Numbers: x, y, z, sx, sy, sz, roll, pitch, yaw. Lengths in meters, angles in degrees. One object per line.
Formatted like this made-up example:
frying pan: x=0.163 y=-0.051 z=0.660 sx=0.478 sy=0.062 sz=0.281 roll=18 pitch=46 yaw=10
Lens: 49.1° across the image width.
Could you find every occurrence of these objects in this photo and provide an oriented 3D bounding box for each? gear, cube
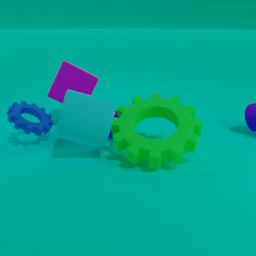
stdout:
gear: x=0.655 y=-0.012 z=6.660 sx=2.086 sy=0.386 sz=2.086 roll=-3 pitch=46 yaw=3
cube: x=-1.708 y=-1.287 z=8.682 sx=1.146 sy=1.146 sz=1.146 roll=25 pitch=4 yaw=-16
gear: x=-2.588 y=-0.268 z=7.454 sx=1.165 sy=0.216 sz=1.165 roll=26 pitch=28 yaw=-15

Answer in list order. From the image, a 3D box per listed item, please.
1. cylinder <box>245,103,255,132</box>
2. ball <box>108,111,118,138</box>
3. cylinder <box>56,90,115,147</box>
cylinder: x=3.828 y=-0.350 z=7.781 sx=0.816 sy=0.816 sz=0.816 roll=-18 pitch=3 yaw=-38
ball: x=-0.408 y=-0.094 z=7.741 sx=0.762 sy=0.762 sz=0.762 roll=0 pitch=22 yaw=0
cylinder: x=-1.018 y=-0.212 z=6.654 sx=1.142 sy=1.142 sz=1.142 roll=14 pitch=19 yaw=-13
